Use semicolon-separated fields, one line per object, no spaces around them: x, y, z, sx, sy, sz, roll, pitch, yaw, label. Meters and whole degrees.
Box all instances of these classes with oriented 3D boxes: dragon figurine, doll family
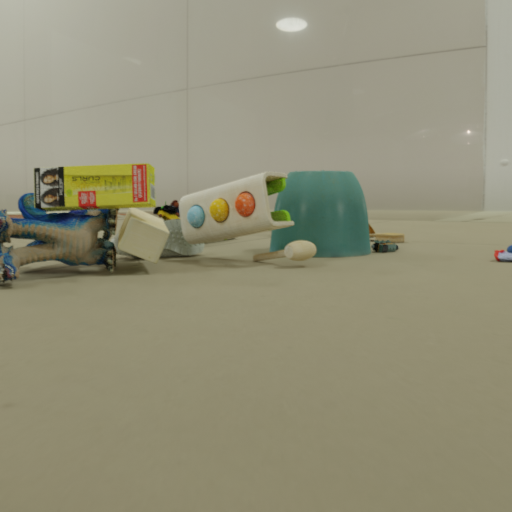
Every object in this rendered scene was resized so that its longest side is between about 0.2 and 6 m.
-3.292;-0.398;9.205;1.977;1.170;3.977;5;11;-12;dragon figurine
-2.038;-0.904;14.121;1.133;0.769;1.961;30;10;15;doll family

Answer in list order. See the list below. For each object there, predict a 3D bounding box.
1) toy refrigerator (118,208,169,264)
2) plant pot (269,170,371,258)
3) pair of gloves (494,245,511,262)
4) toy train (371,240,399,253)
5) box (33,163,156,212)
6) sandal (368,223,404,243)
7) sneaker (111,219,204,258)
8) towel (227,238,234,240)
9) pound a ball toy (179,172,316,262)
-1.930;-0.361;9.432;0.654;0.603;1.724;22;5;-17;toy refrigerator
1.397;-0.955;12.239;2.224;1.785;2.224;0;5;0;plant pot
5.857;-0.051;10.801;2.111;0.299;2.626;4;8;33;pair of gloves
2.853;-0.191;12.383;0.635;0.271;0.362;-1;18;-33;toy train
-2.490;-1.054;8.702;1.798;0.677;0.451;-1;-1;2;box
2.960;-0.814;15.522;2.424;0.797;0.889;5;8;38;sandal
-1.968;-0.285;11.320;1.964;0.750;0.791;3;-19;-37;sneaker
-1.820;-0.601;15.620;2.012;0.361;2.090;3;7;23;towel
-0.257;-0.562;10.179;2.450;1.598;1.041;-9;-2;39;pound a ball toy
